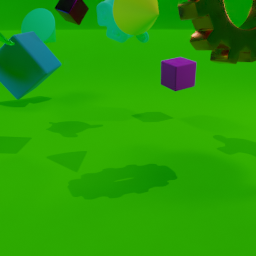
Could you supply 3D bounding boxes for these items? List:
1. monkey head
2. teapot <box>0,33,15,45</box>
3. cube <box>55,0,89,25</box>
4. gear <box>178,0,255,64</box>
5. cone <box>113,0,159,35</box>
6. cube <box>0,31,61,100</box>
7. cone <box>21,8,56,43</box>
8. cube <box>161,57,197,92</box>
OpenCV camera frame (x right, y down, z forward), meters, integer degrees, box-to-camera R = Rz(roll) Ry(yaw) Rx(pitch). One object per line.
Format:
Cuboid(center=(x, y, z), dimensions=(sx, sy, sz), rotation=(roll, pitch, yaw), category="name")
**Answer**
Cuboid(center=(-0.074, -2.866, 7.016), dimensions=(1.284, 1.785, 1.075), rotation=(-21, 21, 49), category="monkey head")
Cuboid(center=(-2.589, -1.571, 4.841), dimensions=(0.638, 0.810, 1.303), rotation=(47, 30, 8), category="teapot")
Cuboid(center=(-1.983, -4.235, 9.924), dimensions=(0.730, 0.730, 0.730), rotation=(27, -4, 26), category="cube")
Cuboid(center=(1.675, -2.022, 4.201), dimensions=(2.043, 2.043, 0.378), rotation=(-11, 19, -26), category="gear")
Cuboid(center=(0.326, -2.071, 4.993), dimensions=(0.941, 0.941, 0.944), rotation=(-8, 29, -20), category="cone")
Cuboid(center=(-2.363, -1.461, 6.458), dimensions=(1.016, 1.016, 1.016), rotation=(-35, 16, 19), category="cube")
Cuboid(center=(-2.926, -3.390, 10.140), dimensions=(1.276, 1.276, 1.281), rotation=(6, -6, 14), category="cone")
Cuboid(center=(1.574, -1.709, 8.818), dimensions=(0.798, 0.798, 0.798), rotation=(-17, 32, -24), category="cube")
